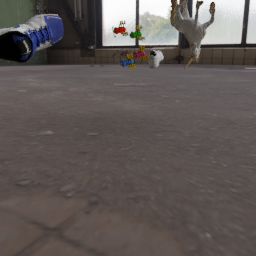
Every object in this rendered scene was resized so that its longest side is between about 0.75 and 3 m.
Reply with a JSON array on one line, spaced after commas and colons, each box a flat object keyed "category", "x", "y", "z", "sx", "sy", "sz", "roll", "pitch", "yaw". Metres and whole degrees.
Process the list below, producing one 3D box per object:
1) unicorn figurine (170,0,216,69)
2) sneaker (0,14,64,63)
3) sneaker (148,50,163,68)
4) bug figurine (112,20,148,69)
[{"category": "unicorn figurine", "x": 2.021, "y": -3.237, "z": 8.909, "sx": 0.919, "sy": 1.710, "sz": 2.490, "roll": -1, "pitch": 41, "yaw": -15}, {"category": "sneaker", "x": -2.008, "y": -1.711, "z": 5.590, "sx": 1.814, "sy": 0.733, "sz": 1.048, "roll": -27, "pitch": 41, "yaw": -30}, {"category": "sneaker", "x": 1.016, "y": -2.636, "z": 10.177, "sx": 0.438, "sy": 0.582, "sz": 1.169, "roll": 1, "pitch": 37, "yaw": 17}, {"category": "bug figurine", "x": 0.074, "y": -2.827, "z": 9.598, "sx": 1.243, "sy": 1.603, "sz": 0.412, "roll": -17, "pitch": 9, "yaw": -32}]
